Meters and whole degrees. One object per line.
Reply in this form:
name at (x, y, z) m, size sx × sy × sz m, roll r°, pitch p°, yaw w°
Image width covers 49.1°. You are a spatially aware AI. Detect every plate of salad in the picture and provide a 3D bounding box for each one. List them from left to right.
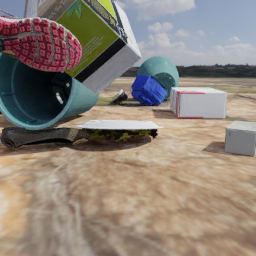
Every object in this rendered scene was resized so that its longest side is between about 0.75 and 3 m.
plate of salad at (-0.196, 0.071, 7.087) m, size 2.196 × 0.527 × 2.196 m, roll 1°, pitch 2°, yaw 0°

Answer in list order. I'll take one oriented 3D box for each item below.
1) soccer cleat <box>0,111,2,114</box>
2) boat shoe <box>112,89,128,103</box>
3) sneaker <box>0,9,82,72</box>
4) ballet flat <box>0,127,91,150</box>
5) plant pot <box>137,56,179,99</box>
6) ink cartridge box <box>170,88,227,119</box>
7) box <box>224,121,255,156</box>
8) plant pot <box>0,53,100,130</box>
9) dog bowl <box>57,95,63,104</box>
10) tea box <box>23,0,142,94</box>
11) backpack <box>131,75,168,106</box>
soccer cleat at (-4.994, -0.800, 10.840) m, size 0.748 × 0.623 × 1.845 m, roll -3°, pitch 10°, yaw -21°
boat shoe at (-0.372, -1.552, 14.322) m, size 0.535 × 0.656 × 1.774 m, roll 41°, pitch -10°, yaw -7°
sneaker at (-1.594, -1.385, 4.233) m, size 1.829 × 0.738 × 0.683 m, roll 14°, pitch 21°, yaw -9°
ballet flat at (-1.863, 0.267, 6.508) m, size 2.042 × 0.473 × 0.688 m, roll 1°, pitch -22°, yaw -19°
plant pot at (1.730, -2.603, 15.422) m, size 2.340 × 2.340 × 1.878 m, roll 0°, pitch 26°, yaw -2°
ink cartridge box at (2.626, -1.034, 10.962) m, size 1.723 × 0.974 × 2.352 m, roll 0°, pitch 13°, yaw 1°
box at (2.637, 0.206, 6.361) m, size 0.648 × 0.552 × 1.014 m, roll 8°, pitch 15°, yaw 31°
plant pot at (-2.419, -1.493, 9.494) m, size 2.888 × 2.888 × 2.829 m, roll 4°, pitch 6°, yaw 17°
dog bowl at (-3.468, -1.153, 12.561) m, size 1.795 × 0.527 × 1.795 m, roll 0°, pitch 13°, yaw 0°
tea box at (-0.950, -2.137, 5.746) m, size 1.932 × 1.312 × 1.964 m, roll 35°, pitch 29°, yaw -40°
backpack at (0.993, -1.696, 13.392) m, size 1.521 × 1.277 × 1.236 m, roll 31°, pitch 1°, yaw -34°
